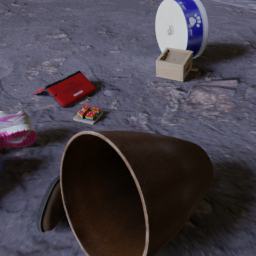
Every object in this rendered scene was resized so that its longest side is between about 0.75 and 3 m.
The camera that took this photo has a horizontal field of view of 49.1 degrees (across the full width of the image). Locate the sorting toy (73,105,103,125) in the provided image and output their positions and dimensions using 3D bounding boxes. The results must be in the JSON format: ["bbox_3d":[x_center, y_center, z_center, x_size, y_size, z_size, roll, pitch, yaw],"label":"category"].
[{"bbox_3d":[-1.420,-0.526,10.018,0.806,0.282,0.811,13,38,18],"label":"sorting toy"}]

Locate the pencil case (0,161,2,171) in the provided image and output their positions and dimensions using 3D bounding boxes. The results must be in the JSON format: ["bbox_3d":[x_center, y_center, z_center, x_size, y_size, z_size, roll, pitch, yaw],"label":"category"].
[{"bbox_3d":[-4.309,1.404,6.714,1.082,0.972,2.492,-21,17,42],"label":"pencil case"}]

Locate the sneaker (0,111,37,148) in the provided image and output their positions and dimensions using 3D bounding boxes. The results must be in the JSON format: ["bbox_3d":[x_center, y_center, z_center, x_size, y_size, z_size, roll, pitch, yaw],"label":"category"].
[{"bbox_3d":[-3.966,0.097,8.377,2.345,0.954,1.034,-8,53,-14],"label":"sneaker"}]

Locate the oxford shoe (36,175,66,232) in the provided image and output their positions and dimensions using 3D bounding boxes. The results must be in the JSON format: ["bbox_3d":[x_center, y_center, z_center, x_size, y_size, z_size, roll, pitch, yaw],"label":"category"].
[{"bbox_3d":[-1.225,1.516,6.640,1.004,0.865,2.379,15,38,19],"label":"oxford shoe"}]

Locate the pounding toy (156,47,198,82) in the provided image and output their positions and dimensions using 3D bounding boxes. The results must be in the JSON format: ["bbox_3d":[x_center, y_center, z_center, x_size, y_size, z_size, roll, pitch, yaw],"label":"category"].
[{"bbox_3d":[2.297,-2.854,12.808,1.509,1.165,1.639,16,49,23],"label":"pounding toy"}]

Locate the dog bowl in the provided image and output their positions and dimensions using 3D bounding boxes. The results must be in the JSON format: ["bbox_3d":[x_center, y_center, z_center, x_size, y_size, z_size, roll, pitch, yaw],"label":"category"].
[{"bbox_3d":[2.558,-4.827,13.738,1.181,2.998,2.998,-16,38,-18],"label":"dog bowl"}]

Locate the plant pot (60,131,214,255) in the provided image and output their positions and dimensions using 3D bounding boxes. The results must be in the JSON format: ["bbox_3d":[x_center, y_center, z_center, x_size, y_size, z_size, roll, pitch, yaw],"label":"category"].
[{"bbox_3d":[0.464,1.167,6.004,2.850,2.663,2.663,-11,34,-41],"label":"plant pot"}]

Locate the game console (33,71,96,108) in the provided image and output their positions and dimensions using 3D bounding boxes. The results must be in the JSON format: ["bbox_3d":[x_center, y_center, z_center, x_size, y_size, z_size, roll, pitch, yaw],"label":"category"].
[{"bbox_3d":[-2.585,-1.494,11.485,1.636,1.127,1.898,46,49,6],"label":"game console"}]
